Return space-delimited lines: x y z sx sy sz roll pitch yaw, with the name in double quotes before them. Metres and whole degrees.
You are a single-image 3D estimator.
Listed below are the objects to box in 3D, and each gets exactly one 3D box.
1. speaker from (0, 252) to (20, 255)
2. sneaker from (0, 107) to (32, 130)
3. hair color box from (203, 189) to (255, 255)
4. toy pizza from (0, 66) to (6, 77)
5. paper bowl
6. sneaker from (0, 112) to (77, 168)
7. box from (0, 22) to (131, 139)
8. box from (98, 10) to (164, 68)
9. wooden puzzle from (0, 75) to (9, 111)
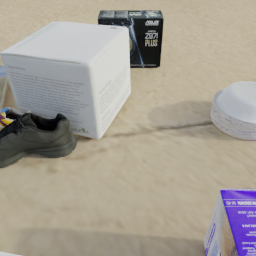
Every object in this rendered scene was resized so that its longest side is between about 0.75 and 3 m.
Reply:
"speaker" -2.087 2.065 4.030 1.479 0.601 0.601 7 39 8
"sneaker" -3.041 -0.157 6.673 1.706 0.768 0.639 -2 39 -3
"hair color box" 1.575 2.154 3.261 0.830 1.399 2.560 0 38 0
"toy pizza" -4.431 -1.670 9.045 1.237 0.196 1.237 1 40 -1
"paper bowl" 3.024 -0.552 7.088 1.718 0.893 1.718 -1 38 1
"sneaker" -2.321 0.166 6.036 2.335 1.060 0.887 -12 46 -13
"box" -1.356 -1.324 7.118 2.327 1.993 2.316 11 40 16
"box" 0.090 -3.007 9.503 2.089 1.710 0.899 1 38 0
"wooden puzzle" -4.508 -0.919 7.726 2.156 0.499 1.997 -7 45 -8
